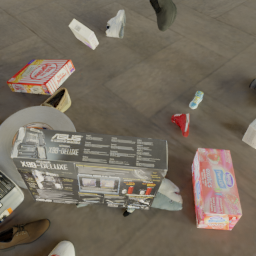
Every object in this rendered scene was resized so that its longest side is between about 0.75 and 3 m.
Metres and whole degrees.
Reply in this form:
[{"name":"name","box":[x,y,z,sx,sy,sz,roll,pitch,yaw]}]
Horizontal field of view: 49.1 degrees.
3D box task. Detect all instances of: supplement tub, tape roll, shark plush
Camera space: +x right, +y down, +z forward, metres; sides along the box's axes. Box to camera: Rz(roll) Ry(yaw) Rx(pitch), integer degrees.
[{"name":"supplement tub","box":[-4.024,2.230,7.470,1.329,1.329,2.168,28,55,22]},{"name":"tape roll","box":[-2.840,0.596,8.842,2.560,0.846,2.560,0,61,-1]},{"name":"shark plush","box":[0.018,1.929,8.004,2.991,1.359,1.246,-7,81,-12]}]

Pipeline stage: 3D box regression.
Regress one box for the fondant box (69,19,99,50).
[{"name":"fondant box","box":[-1.337,-2.855,8.604,0.717,0.994,0.290,36,91,4]}]

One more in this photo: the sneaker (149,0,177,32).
[{"name":"sneaker","box":[0.893,-3.662,8.014,0.847,0.709,1.867,7,75,-33]}]

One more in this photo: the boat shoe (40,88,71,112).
[{"name":"boat shoe","box":[-2.992,-0.587,10.218,0.841,0.761,2.359,21,53,17]}]

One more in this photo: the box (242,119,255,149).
[{"name":"box","box":[4.472,0.102,9.589,0.844,0.840,0.552,-37,59,-27]}]

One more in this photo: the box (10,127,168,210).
[{"name":"box","box":[-0.775,1.007,6.155,2.914,2.298,0.725,5,55,-2]}]

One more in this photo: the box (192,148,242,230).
[{"name":"box","box":[2.477,1.715,8.078,0.984,1.067,2.079,3,49,3]}]

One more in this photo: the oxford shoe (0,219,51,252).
[{"name":"oxford shoe","box":[-2.796,2.797,7.460,1.484,0.626,0.539,-21,51,-19]}]

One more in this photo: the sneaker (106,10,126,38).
[{"name":"sneaker","box":[-0.608,-5.388,14.310,0.925,0.791,2.124,2,49,8]}]

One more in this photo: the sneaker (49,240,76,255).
[{"name":"sneaker","box":[-1.879,3.514,6.503,0.708,1.136,2.119,16,52,13]}]

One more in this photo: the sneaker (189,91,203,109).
[{"name":"sneaker","box":[2.648,-1.132,10.839,0.320,0.525,0.803,27,55,20]}]

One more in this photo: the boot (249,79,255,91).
[{"name":"boot","box":[5.311,-1.433,11.135,1.751,0.611,1.153,-29,52,-36]}]

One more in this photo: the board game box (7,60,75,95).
[{"name":"board game box","box":[-3.491,-2.090,11.276,2.211,0.512,1.675,8,48,29]}]

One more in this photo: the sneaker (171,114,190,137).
[{"name":"sneaker","box":[1.871,-0.102,10.106,0.658,0.446,1.139,3,37,14]}]
